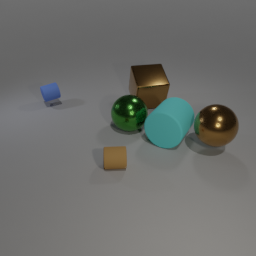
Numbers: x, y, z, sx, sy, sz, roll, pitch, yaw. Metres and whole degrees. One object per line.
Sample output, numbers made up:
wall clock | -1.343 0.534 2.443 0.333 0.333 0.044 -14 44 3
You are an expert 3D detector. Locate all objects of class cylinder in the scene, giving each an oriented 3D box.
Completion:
cylinder | -3.431 -1.586 12.389 0.700 0.700 0.700 -21 36 -21
cylinder | 1.489 -0.206 9.962 1.400 1.400 1.400 15 34 24
cylinder | -0.402 0.927 8.740 0.700 0.700 0.700 -2 31 -3

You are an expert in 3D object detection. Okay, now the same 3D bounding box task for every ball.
ball | 0.053 -0.561 10.601 1.400 1.400 1.400 0 31 0
ball | 2.864 -0.079 9.130 1.400 1.400 1.400 0 31 0

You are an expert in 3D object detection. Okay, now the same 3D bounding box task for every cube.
cube | 0.880 -1.807 12.299 1.400 1.400 1.400 -6 52 -10
